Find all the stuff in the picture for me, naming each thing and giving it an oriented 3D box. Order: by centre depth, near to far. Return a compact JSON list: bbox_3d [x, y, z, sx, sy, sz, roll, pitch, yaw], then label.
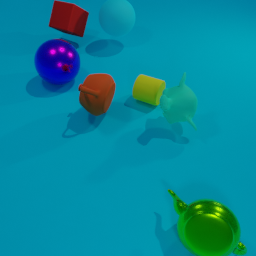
[{"bbox_3d":[1.395,1.717,5.060,1.725,1.072,0.844,36,15,9],"label":"teapot"},{"bbox_3d":[1.243,-0.620,6.885,0.904,1.079,1.500,-11,84,15],"label":"monkey head"},{"bbox_3d":[-0.858,-0.925,7.378,0.890,1.130,1.818,20,6,6],"label":"teapot"},{"bbox_3d":[0.600,-1.082,7.970,0.727,0.727,0.727,20,49,20],"label":"cylinder"},{"bbox_3d":[-2.118,-1.982,8.446,1.356,1.356,1.356,0,45,0],"label":"ball"},{"bbox_3d":[-0.383,-3.868,9.821,1.287,1.287,1.287,0,45,0],"label":"ball"},{"bbox_3d":[-2.084,-3.837,9.897,0.908,0.908,0.908,21,11,24],"label":"cube"}]
